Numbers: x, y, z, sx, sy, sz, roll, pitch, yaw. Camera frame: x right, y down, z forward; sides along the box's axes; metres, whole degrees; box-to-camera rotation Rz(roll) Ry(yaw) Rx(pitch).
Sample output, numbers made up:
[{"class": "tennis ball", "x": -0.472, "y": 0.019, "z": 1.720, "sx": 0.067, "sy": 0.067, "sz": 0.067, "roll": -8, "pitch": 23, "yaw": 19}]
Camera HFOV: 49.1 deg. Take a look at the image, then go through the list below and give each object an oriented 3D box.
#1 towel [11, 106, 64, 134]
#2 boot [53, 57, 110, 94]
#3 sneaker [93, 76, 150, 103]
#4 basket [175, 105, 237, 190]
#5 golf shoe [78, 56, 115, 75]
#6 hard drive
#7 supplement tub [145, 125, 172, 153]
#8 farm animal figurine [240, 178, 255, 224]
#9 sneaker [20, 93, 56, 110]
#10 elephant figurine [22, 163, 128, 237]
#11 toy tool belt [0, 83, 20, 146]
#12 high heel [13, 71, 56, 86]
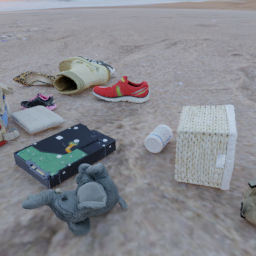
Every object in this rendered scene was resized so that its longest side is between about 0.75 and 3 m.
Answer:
[{"class": "towel", "x": -2.954, "y": -0.282, "z": 9.031, "sx": 1.130, "sy": 0.294, "sz": 1.706, "roll": -23, "pitch": 33, "yaw": -34}, {"class": "boot", "x": -2.471, "y": -2.254, "z": 12.016, "sx": 2.783, "sy": 1.013, "sz": 2.163, "roll": 22, "pitch": 34, "yaw": 28}, {"class": "sneaker", "x": -0.261, "y": -1.550, "z": 10.724, "sx": 2.199, "sy": 0.934, "sz": 0.847, "roll": 3, "pitch": 28, "yaw": 5}, {"class": "basket", "x": 1.807, "y": 0.359, "z": 6.581, "sx": 1.228, "sy": 1.514, "sz": 1.527, "roll": 6, "pitch": 29, "yaw": 15}, {"class": "golf shoe", "x": -1.634, "y": -2.880, "z": 13.491, "sx": 2.244, "sy": 0.872, "sz": 1.060, "roll": 26, "pitch": 26, "yaw": 29}, {"class": "hard drive", "x": -1.572, "y": 0.620, "z": 7.236, "sx": 1.514, "sy": 0.410, "sz": 2.167, "roll": 22, "pitch": 35, "yaw": 35}, {"class": "supplement tub", "x": 0.850, "y": 0.292, "z": 7.727, "sx": 0.531, "sy": 0.531, "sz": 0.805, "roll": 15, "pitch": 32, "yaw": 26}, {"class": "farm animal figurine", "x": 3.427, "y": 1.477, "z": 5.076, "sx": 2.301, "sy": 1.157, "sz": 1.858, "roll": 26, "pitch": 56, "yaw": 34}, {"class": "sneaker", "x": -3.223, "y": -0.971, "z": 10.006, "sx": 1.289, "sy": 0.615, "sz": 0.509, "roll": 0, "pitch": 30, "yaw": 3}, {"class": "elephant figurine", "x": -0.895, "y": 1.407, "z": 5.171, "sx": 1.206, "sy": 1.099, "sz": 1.554, "roll": -4, "pitch": 18, "yaw": 23}, {"class": "toy tool belt", "x": -4.308, "y": -0.753, "z": 8.417, "sx": 1.731, "sy": 1.704, "sz": 2.773, "roll": -15, "pitch": 31, "yaw": -25}, {"class": "high heel", "x": -3.919, "y": -2.068, "z": 11.988, "sx": 1.715, "sy": 0.612, "sz": 1.222, "roll": -9, "pitch": 22, "yaw": -35}]
